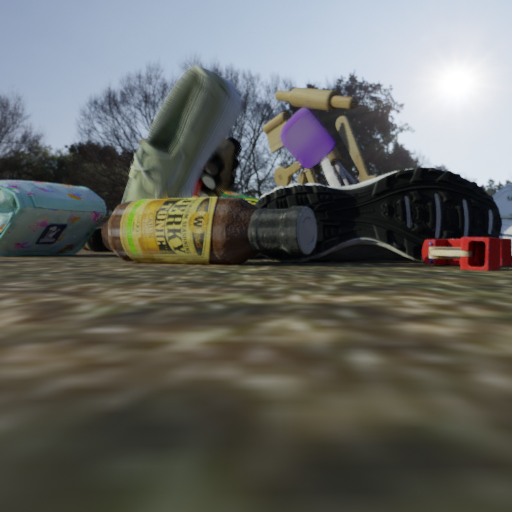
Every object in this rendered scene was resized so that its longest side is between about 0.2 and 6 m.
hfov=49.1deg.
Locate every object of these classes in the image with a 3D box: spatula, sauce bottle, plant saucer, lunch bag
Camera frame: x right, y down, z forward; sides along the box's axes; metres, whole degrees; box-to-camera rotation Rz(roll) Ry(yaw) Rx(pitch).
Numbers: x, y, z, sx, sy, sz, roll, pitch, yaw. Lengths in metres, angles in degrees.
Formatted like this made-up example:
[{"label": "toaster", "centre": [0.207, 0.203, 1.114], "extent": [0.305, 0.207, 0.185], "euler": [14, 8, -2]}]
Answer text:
[{"label": "spatula", "centre": [1.424, -1.236, 9.842], "extent": [0.813, 2.876, 0.296], "euler": [-38, -8, 37]}, {"label": "sauce bottle", "centre": [-0.511, -0.278, 6.026], "extent": [2.362, 0.764, 0.764], "euler": [-1, 1, 29]}, {"label": "plant saucer", "centre": [-1.539, -0.666, 9.977], "extent": [2.430, 0.392, 2.430], "euler": [-6, 25, 3]}, {"label": "lunch bag", "centre": [-4.128, -0.681, 10.059], "extent": [2.317, 1.413, 1.973], "euler": [-6, -3, 32]}]

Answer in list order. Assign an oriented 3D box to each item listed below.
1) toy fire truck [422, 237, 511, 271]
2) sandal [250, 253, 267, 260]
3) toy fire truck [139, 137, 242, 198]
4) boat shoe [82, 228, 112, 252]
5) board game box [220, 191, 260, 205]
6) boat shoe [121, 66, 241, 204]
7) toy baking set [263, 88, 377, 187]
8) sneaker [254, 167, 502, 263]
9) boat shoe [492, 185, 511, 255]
[{"label": "toy fire truck", "centre": [1.943, -0.027, 5.312], "extent": [0.835, 0.288, 1.184], "euler": [-1, 2, -30]}, {"label": "sandal", "centre": [-0.149, -0.250, 8.442], "extent": [0.816, 0.587, 2.056], "euler": [0, 1, 16]}, {"label": "toy fire truck", "centre": [-1.137, -1.618, 9.471], "extent": [1.433, 0.922, 1.262], "euler": [33, -32, 9]}, {"label": "boat shoe", "centre": [-3.830, -0.458, 14.633], "extent": [0.736, 0.754, 1.994], "euler": [-2, -1, 31]}, {"label": "board game box", "centre": [-0.401, -0.853, 12.189], "extent": [2.598, 0.582, 4.959], "euler": [-2, 15, -37]}, {"label": "boat shoe", "centre": [-1.386, -1.422, 8.379], "extent": [1.095, 3.042, 0.944], "euler": [35, 8, 34]}, {"label": "toy baking set", "centre": [1.271, -1.941, 10.553], "extent": [0.363, 2.397, 3.122], "euler": [-21, 25, -35]}, {"label": "sneaker", "centre": [1.411, -0.426, 6.795], "extent": [2.924, 1.081, 1.159], "euler": [0, -3, 9]}, {"label": "boat shoe", "centre": [3.881, -0.564, 8.596], "extent": [1.179, 1.070, 3.205], "euler": [-1, 6, -43]}]
